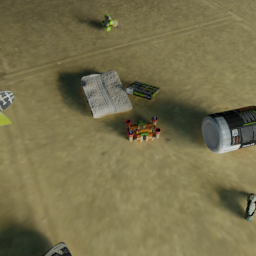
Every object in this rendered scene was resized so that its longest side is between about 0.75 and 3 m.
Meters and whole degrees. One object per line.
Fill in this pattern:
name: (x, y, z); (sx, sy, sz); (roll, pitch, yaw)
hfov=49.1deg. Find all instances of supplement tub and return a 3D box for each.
supplement tub: (3.141, 0.006, 7.892); (1.844, 1.130, 1.130); (-12, 49, -10)

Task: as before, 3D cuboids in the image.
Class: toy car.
toy car: (-0.693, -4.692, 12.661); (0.765, 0.604, 0.629); (2, 44, -38)

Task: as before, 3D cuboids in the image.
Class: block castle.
block castle: (0.435, 0.003, 8.346); (0.996, 0.467, 0.665); (-6, 49, -5)

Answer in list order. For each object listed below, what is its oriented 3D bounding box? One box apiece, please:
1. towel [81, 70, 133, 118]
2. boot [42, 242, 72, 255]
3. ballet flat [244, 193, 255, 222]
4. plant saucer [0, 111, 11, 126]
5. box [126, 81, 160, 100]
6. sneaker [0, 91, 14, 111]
towel: (-0.782, -1.218, 9.514); (1.361, 0.354, 2.053); (-15, 50, -13)
boot: (-1.538, 3.073, 5.586); (1.306, 0.472, 0.987); (-36, 60, -28)
ballet flat: (3.013, 1.862, 6.770); (0.284, 0.315, 0.836); (17, 50, 22)
plant saucer: (-3.858, -0.260, 6.398); (1.623, 0.389, 1.626); (6, 10, 20)
box: (0.516, -1.291, 9.507); (0.924, 0.220, 0.892); (19, 29, 16)
sneaker: (-4.507, -0.797, 8.997); (1.650, 0.639, 0.657); (-31, 46, -25)
